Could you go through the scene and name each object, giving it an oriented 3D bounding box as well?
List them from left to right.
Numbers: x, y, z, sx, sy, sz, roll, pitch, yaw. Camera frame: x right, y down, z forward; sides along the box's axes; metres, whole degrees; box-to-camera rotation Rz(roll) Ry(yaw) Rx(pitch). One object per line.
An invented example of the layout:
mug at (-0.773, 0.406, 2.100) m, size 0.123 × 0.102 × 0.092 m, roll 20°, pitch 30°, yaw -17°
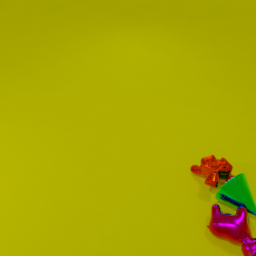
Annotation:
monkey head at (2.166, 1.172, 7.046) m, size 1.274 × 0.767 × 0.916 m, roll 14°, pitch 58°, yaw 20°
cow figurine at (2.339, 2.332, 6.057) m, size 1.245 × 0.683 × 1.225 m, roll 1°, pitch 52°, yaw 18°
cone at (2.681, 1.688, 6.450) m, size 0.923 × 0.923 × 0.926 m, roll -24°, pitch 52°, yaw -20°
